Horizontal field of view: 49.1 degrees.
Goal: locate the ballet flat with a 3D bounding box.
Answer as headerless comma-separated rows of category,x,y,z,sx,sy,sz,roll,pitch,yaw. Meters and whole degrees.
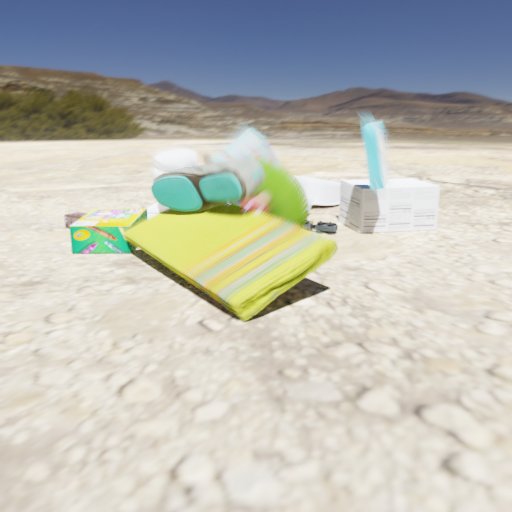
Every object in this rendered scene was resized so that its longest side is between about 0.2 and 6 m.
ballet flat,-0.830,-1.249,9.740,2.416,0.814,0.770,1,33,43

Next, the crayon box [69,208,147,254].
crayon box,-2.945,-0.547,11.463,1.158,0.568,1.950,0,15,-1

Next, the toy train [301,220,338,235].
toy train,1.020,-0.715,12.661,1.732,0.295,0.397,8,13,26

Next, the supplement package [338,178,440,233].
supplement package,3.040,-1.206,13.048,1.864,1.034,1.452,-2,15,-11

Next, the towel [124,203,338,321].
towel,-0.644,-0.201,9.081,1.796,0.377,4.173,-31,29,-22

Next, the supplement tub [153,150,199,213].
supplement tub,-1.613,-1.424,11.782,1.021,1.411,1.021,-4,27,2

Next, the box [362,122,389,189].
box,2.380,-1.993,11.153,0.305,1.243,0.511,-4,19,24

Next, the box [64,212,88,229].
box,-3.894,-0.775,12.802,0.937,0.351,0.469,8,17,33

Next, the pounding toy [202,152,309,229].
pounding toy,-0.231,-0.964,11.351,2.396,1.849,1.112,14,45,28

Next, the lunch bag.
lunch bag,-0.287,-1.756,12.593,1.696,1.445,1.034,-40,36,0

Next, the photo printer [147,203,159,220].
photo printer,-1.895,-0.937,13.047,1.409,0.489,1.173,5,20,14

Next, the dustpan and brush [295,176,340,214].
dustpan and brush,1.439,-1.690,15.588,2.318,0.951,3.321,10,9,7
